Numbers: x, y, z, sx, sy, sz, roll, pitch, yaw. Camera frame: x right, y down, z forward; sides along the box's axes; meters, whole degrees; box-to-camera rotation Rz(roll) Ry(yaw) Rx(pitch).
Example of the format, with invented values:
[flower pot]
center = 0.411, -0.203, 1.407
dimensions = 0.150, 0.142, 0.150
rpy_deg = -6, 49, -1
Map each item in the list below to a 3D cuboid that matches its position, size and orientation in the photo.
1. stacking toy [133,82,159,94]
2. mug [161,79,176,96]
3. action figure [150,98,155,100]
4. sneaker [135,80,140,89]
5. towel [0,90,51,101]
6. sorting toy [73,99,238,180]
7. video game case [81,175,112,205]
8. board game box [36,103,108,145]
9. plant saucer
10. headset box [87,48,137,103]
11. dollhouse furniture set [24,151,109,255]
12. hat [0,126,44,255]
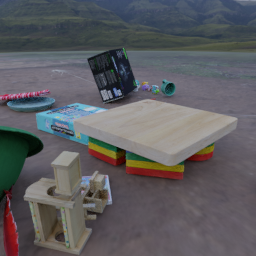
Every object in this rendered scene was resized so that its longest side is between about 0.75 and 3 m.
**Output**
[stacking toy]
center = 1.189, -2.152, 14.932
dimensions = 1.617, 0.380, 1.219
rpy_deg = 12, 23, 30
[mug]
center = 1.903, -1.976, 13.441
dimensions = 0.636, 0.774, 0.479
rpy_deg = -8, 21, -23
[action figure]
center = 1.057, -1.015, 11.559
dimensions = 0.480, 0.317, 0.971
rpy_deg = -22, 20, 5
[sneaker]
center = 0.106, -2.404, 15.086
dimensions = 0.727, 0.747, 1.875
rpy_deg = 9, 20, 25
[towel]
center = -4.709, -1.441, 12.371
dimensions = 2.188, 0.246, 1.582
rpy_deg = -6, 11, 4
[sorting toy]
center = 0.692, 0.243, 6.955
dimensions = 2.894, 1.013, 2.911
rpy_deg = 17, 25, 40
[video game case]
center = -0.712, 1.224, 5.543
dimensions = 0.708, 0.086, 0.991
rpy_deg = -3, 19, -8
[board game box]
center = -1.464, -0.204, 8.962
dimensions = 2.349, 0.551, 1.773
rpy_deg = 14, 24, 36
[plant saucer]
center = -4.013, -0.984, 11.701
dimensions = 1.888, 0.259, 1.888
rpy_deg = -1, 18, 0
[headset box]
center = -0.614, -2.509, 13.034
dimensions = 1.110, 2.084, 2.393
rpy_deg = -15, 12, 22
[dollhouse furniture set]
center = -0.926, 0.844, 4.352
dimensions = 0.825, 1.485, 1.313
rpy_deg = 5, 24, 15
[hat]
center = -2.517, 1.478, 4.575
dimensions = 2.408, 2.559, 2.907
rpy_deg = -8, -16, -12
